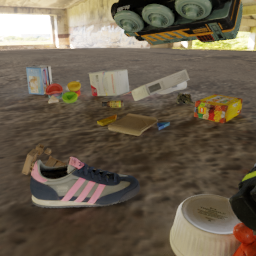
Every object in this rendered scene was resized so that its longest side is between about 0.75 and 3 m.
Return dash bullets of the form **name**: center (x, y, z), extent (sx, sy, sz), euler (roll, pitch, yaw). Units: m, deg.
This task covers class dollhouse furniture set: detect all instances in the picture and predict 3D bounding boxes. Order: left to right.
- **dollhouse furniture set**: center (-1.869, 0.968, 6.697), extent (1.099, 0.536, 0.937), euler (24, 21, -3)

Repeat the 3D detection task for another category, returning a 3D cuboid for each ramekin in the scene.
- **ramekin**: center (1.312, 1.567, 4.376), extent (1.301, 0.606, 1.301), euler (-1, 20, 0)

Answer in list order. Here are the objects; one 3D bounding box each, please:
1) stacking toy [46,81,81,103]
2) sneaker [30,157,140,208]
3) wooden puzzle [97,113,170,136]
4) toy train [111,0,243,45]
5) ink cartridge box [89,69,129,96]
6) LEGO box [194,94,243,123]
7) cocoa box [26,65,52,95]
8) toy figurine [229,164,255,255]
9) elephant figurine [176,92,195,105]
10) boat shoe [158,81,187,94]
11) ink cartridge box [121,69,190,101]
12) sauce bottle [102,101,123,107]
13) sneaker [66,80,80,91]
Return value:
- **stacking toy**: center (-3.028, -1.481, 13.289), extent (1.633, 0.690, 1.479), euler (-5, 46, -5)
- **sneaker**: center (-0.817, 1.008, 5.500), extent (2.169, 0.890, 0.761), euler (-3, 19, -10)
- **wooden puzzle**: center (0.168, -0.111, 9.612), extent (2.194, 0.257, 1.480), euler (14, 29, 34)
- **toy train**: center (0.997, -2.452, 5.964), extent (2.868, 1.222, 1.635), euler (5, -15, 39)
- **ink cartridge box**: center (-0.902, -2.238, 13.833), extent (1.578, 1.147, 1.142), euler (4, 18, 34)
- **LEGO box**: center (3.512, -0.791, 10.856), extent (1.217, 0.631, 1.635), euler (17, 26, 39)
- **cocoa box**: center (-4.555, -2.489, 14.450), extent (0.920, 1.379, 0.905), euler (6, 21, 15)
- **toy figurine**: center (2.253, 1.243, 2.831), extent (1.605, 2.271, 2.307), euler (-29, 34, -35)
- **elephant figurine**: center (2.603, -1.264, 12.511), extent (0.810, 0.628, 0.573), euler (15, -22, 11)
- **boat shoe**: center (2.100, -2.169, 14.656), extent (1.922, 0.689, 0.651), euler (-14, 7, -16)
- **ink cartridge box**: center (1.276, -1.960, 13.645), extent (2.666, 0.581, 2.314), euler (-25, 5, -30)
- **sauce bottle**: center (-0.663, -1.027, 12.048), extent (0.925, 0.299, 0.299), euler (-3, 20, -1)
- **sneaker**: center (-3.037, -2.336, 15.401), extent (0.626, 0.491, 1.259), euler (1, 19, 13)
